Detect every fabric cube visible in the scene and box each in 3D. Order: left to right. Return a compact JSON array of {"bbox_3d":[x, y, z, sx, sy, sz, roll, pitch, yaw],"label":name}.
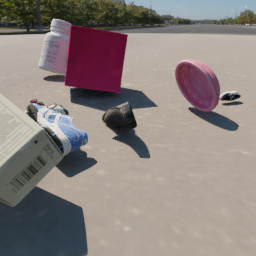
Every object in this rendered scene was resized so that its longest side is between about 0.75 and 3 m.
[{"bbox_3d":[-1.367,-2.788,11.340,2.171,2.206,2.213,4,15,-12],"label":"fabric cube"}]

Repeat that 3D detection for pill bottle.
[{"bbox_3d":[-3.577,-4.089,14.246,1.430,2.500,1.430,14,3,-1],"label":"pill bottle"}]

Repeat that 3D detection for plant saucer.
[{"bbox_3d":[2.292,-1.420,9.048,0.473,1.868,1.868,-33,33,-14],"label":"plant saucer"}]

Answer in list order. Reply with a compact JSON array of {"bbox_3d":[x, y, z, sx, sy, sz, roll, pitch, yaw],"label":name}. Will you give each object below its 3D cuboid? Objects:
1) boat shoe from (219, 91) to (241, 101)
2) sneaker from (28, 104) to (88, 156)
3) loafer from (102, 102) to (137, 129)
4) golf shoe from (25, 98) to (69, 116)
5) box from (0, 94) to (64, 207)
[{"bbox_3d":[3.745,-1.126,10.238,0.915,0.328,0.310,-11,38,-28],"label":"boat shoe"},{"bbox_3d":[-1.805,0.014,6.814,0.871,0.856,2.262,-15,36,-34],"label":"sneaker"},{"bbox_3d":[-0.256,-0.247,7.505,0.731,0.736,2.022,-19,3,-9],"label":"loafer"},{"bbox_3d":[-2.401,-0.444,8.330,1.293,0.499,0.570,12,48,9],"label":"golf shoe"},{"bbox_3d":[-2.514,-0.002,4.862,2.604,1.012,1.236,35,70,26],"label":"box"}]
